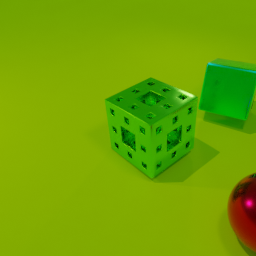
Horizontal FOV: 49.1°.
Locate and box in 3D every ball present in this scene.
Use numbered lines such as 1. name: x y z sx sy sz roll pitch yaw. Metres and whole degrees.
1. ball: 2.320 1.373 4.532 1.353 1.353 1.353 0 40 0

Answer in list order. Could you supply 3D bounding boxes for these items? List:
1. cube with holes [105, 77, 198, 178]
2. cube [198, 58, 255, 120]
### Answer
1. cube with holes: 0.510 -0.070 6.133 1.361 1.361 1.361 -30 43 -30
2. cube: 2.667 -1.055 7.277 1.220 1.220 1.220 16 25 24
